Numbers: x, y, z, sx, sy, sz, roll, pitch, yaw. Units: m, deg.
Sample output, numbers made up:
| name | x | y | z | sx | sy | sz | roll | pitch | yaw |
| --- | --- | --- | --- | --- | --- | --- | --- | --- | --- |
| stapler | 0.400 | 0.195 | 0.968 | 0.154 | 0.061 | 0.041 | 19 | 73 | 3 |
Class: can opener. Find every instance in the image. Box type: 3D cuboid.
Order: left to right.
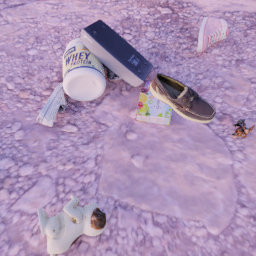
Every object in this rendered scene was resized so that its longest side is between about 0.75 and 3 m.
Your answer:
| name | x | y | z | sx | sy | sz | roll | pitch | yaw |
| --- | --- | --- | --- | --- | --- | --- | --- | --- | --- |
| can opener | -0.838 | -2.874 | 12.023 | 0.618 | 0.781 | 2.349 | -16 | 50 | -13 |

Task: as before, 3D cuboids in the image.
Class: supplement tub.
| name | x | y | z | sx | sy | sz | roll | pitch | yaw |
| --- | --- | --- | --- | --- | --- | --- | --- | --- | --- |
| supplement tub | -1.754 | -2.330 | 11.040 | 1.596 | 1.596 | 2.201 | -7 | 53 | -5 |

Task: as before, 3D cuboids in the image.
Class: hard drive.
| name | x | y | z | sx | sy | sz | roll | pitch | yaw |
| --- | --- | --- | --- | --- | --- | --- | --- | --- | --- |
| hard drive | -0.412 | -2.953 | 11.097 | 2.941 | 0.622 | 1.984 | 39 | 35 | -8 |

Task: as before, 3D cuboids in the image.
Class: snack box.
| name | x | y | z | sx | sy | sz | roll | pitch | yaw |
| --- | --- | --- | --- | --- | --- | --- | --- | --- | --- |
| snack box | 1.068 | -1.009 | 10.748 | 1.291 | 0.481 | 1.815 | 8 | 54 | 5 |

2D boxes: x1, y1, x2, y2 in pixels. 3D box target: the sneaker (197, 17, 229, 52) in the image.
| name | x | y | z | sx | sy | sz | roll | pitch | yaw |
| --- | --- | --- | --- | --- | --- | --- | --- | --- | --- |
| sneaker | 3.964 | -4.342 | 12.946 | 1.275 | 0.918 | 2.440 | 13 | 50 | 16 |

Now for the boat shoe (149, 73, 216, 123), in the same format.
| name | x | y | z | sx | sy | sz | roll | pitch | yaw |
| --- | --- | --- | --- | --- | --- | --- | --- | --- | --- |
| boat shoe | 1.642 | -0.904 | 8.431 | 2.220 | 0.719 | 0.813 | 28 | 68 | 10 |

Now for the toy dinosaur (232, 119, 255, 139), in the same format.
| name | x | y | z | sx | sy | sz | roll | pitch | yaw |
| --- | --- | --- | --- | --- | --- | --- | --- | --- | --- |
| toy dinosaur | 4.123 | 0.065 | 10.073 | 0.963 | 0.492 | 0.653 | -11 | 67 | -31 |

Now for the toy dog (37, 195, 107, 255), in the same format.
| name | x | y | z | sx | sy | sz | roll | pitch | yaw |
| --- | --- | --- | --- | --- | --- | --- | --- | --- | --- |
| toy dog | -1.424 | 2.635 | 7.638 | 1.719 | 1.199 | 1.667 | -15 | 60 | -13 |

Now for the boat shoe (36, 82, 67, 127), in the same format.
| name | x | y | z | sx | sy | sz | roll | pitch | yaw |
| --- | --- | --- | --- | --- | --- | --- | --- | --- | --- |
| boat shoe | -2.666 | -0.889 | 10.541 | 0.687 | 0.752 | 2.091 | 27 | 44 | -9 |
